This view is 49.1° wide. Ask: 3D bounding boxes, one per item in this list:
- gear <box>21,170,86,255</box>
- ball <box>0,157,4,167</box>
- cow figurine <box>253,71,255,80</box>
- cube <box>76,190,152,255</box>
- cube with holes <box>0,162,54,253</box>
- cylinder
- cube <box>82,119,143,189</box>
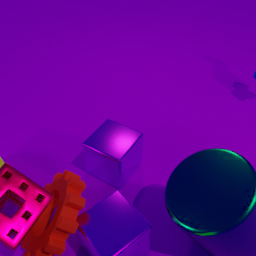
[{"bbox_3d":[-1.235,1.431,4.611,0.273,1.474,1.474,32,35,-27],"label":"gear"},{"bbox_3d":[-2.914,0.954,5.089,1.346,1.346,1.346,0,43,0],"label":"ball"},{"bbox_3d":[3.737,-1.620,7.464,0.889,0.488,0.875,-21,84,11],"label":"cow figurine"},{"bbox_3d":[-0.241,1.763,4.554,0.890,0.890,0.890,-29,50,-28],"label":"cube"},{"bbox_3d":[-1.792,1.226,4.246,0.865,0.865,0.865,36,57,-3],"label":"cube with holes"},{"bbox_3d":[1.475,1.241,4.396,1.372,1.372,1.372,-23,41,22],"label":"cylinder"},{"bbox_3d":[-0.293,0.530,5.871,0.909,0.909,0.909,23,47,23],"label":"cube"}]
